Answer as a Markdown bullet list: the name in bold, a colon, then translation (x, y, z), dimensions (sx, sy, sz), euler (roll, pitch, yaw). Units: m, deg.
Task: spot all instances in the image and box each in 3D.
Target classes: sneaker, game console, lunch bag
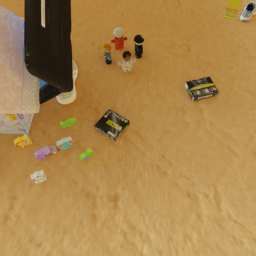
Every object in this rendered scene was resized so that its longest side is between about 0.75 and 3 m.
- **sneaker**: translation (4.945, -4.794, 11.205), dimensions (0.482, 0.533, 1.250), euler (28, 62, 16)
- **sneaker**: translation (-2.062, -1.841, 9.178), dimensions (0.780, 0.948, 2.060), euler (-9, 59, -6)
- **game console**: translation (-2.165, -2.123, 6.562), dimensions (1.549, 2.341, 2.662), euler (-6, 81, 16)
- **lunch bag**: translation (-3.580, -1.364, 7.936), dimensions (1.634, 2.570, 2.179), euler (4, 60, 2)

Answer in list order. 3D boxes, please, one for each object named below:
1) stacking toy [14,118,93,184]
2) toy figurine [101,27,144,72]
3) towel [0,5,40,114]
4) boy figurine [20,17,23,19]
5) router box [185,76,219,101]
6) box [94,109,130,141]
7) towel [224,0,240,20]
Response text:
- **stacking toy**: translation (-2.115, 0.555, 8.030), dimensions (1.897, 0.446, 1.430), euler (-26, 62, -15)
- **toy figurine**: translation (-0.171, -2.747, 9.752), dimensions (1.294, 0.900, 1.274), euler (28, 63, 15)
- **towel**: translation (-2.563, -1.364, 5.922), dimensions (0.351, 2.077, 2.175), euler (4, 93, 19)
- **boy figurine**: translation (-4.895, -3.719, 10.419), dimensions (2.499, 0.805, 1.554), euler (9, 56, 8)
- **router box**: translation (2.430, -1.301, 9.266), dimensions (0.890, 0.232, 0.700), euler (-13, 60, -8)
- **box**: translation (-0.483, -0.102, 8.569), dimensions (0.813, 0.193, 0.785), euler (32, 61, 18)
- **towel**: translation (3.072, -3.652, 8.147), dimensions (0.390, 0.082, 0.906), euler (7, 101, -14)
